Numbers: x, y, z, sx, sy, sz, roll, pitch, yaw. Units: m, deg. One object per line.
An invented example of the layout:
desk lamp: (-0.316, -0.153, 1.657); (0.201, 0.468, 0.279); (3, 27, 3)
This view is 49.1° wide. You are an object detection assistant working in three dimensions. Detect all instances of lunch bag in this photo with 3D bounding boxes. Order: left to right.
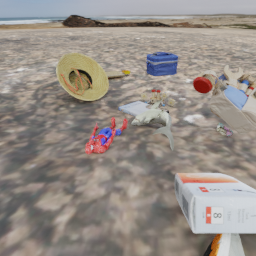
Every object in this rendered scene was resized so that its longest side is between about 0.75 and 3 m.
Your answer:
lunch bag: (1.893, -3.765, 16.142); (1.862, 1.232, 1.265); (-10, 26, -22)

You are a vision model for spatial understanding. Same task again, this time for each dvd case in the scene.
dvd case: (0.579, -0.681, 10.663); (1.164, 0.143, 1.632); (-22, 32, -39)

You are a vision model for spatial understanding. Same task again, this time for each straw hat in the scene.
straw hat: (-2.166, -1.958, 12.161); (2.547, 1.078, 2.547); (19, 52, -27)

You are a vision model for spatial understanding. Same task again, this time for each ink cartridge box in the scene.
ink cartridge box: (2.233, 1.184, 4.859); (2.623, 0.658, 2.128); (-4, -1, 3)

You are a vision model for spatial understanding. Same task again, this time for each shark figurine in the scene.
shark figurine: (1.096, -0.140, 8.835); (1.273, 0.889, 2.131); (-42, 27, -7)

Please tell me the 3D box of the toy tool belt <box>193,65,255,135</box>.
toy tool belt: (2.727, -0.925, 7.319); (2.106, 1.315, 1.294); (40, 59, -7)

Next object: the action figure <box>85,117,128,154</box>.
action figure: (-0.685, 0.213, 8.296); (0.704, 0.556, 2.153); (11, 29, 18)

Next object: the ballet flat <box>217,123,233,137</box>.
ballet flat: (3.022, 0.059, 8.948); (0.277, 0.269, 0.778); (-24, 29, -6)

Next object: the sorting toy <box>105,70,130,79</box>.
sorting toy: (-0.746, -2.966, 15.637); (1.950, 0.261, 1.453); (-9, 21, -19)

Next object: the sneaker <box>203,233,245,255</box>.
sneaker: (1.469, 2.217, 3.764); (0.941, 0.775, 2.046); (25, 30, 10)

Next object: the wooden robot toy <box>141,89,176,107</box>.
wooden robot toy: (1.276, -1.263, 11.492); (1.429, 0.630, 0.648); (10, 15, 19)
